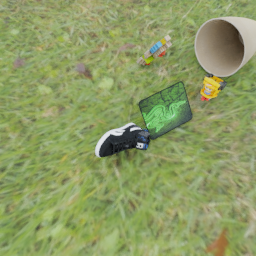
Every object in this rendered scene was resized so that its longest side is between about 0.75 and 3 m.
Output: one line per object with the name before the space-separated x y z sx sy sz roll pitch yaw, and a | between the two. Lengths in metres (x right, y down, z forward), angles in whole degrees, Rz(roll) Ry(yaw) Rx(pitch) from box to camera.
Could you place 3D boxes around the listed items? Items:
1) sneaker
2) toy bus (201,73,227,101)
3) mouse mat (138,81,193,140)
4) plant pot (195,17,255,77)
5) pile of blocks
sneaker | -0.009 0.389 7.456 0.930 0.607 1.662 23 38 32
toy bus | 2.464 -1.157 8.429 0.592 0.837 0.872 37 26 19
mouse mat | 1.128 -0.503 8.098 1.568 1.261 0.059 -27 21 -16
plant pot | 3.500 -2.817 9.108 1.927 1.805 1.805 -28 65 -31
pile of blocks | 0.888 -2.404 9.078 0.424 1.365 0.560 53 38 -2
